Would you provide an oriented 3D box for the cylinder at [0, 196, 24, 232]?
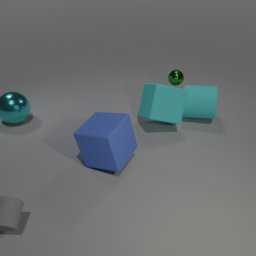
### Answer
[{"bbox_3d":[-3.023,2.139,6.949,0.700,0.700,0.700,2,58,3],"label":"cylinder"}]

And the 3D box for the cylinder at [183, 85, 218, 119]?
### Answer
[{"bbox_3d":[3.146,-1.142,12.300,1.400,1.400,1.400,4,30,13],"label":"cylinder"}]

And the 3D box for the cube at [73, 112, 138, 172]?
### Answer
[{"bbox_3d":[-0.704,0.421,9.407,1.400,1.400,1.400,5,36,30],"label":"cube"}]

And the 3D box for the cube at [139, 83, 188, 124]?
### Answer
[{"bbox_3d":[1.416,-1.032,11.625,1.400,1.400,1.400,9,7,-18],"label":"cube"}]

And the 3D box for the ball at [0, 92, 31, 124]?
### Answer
[{"bbox_3d":[-4.956,-0.873,12.125,1.400,1.400,1.400,0,30,0],"label":"ball"}]

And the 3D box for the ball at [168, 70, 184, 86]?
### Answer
[{"bbox_3d":[2.119,-2.220,12.387,0.700,0.700,0.700,0,30,0],"label":"ball"}]
